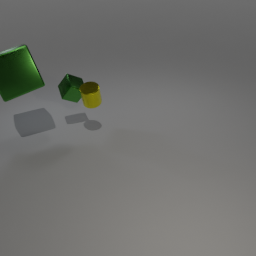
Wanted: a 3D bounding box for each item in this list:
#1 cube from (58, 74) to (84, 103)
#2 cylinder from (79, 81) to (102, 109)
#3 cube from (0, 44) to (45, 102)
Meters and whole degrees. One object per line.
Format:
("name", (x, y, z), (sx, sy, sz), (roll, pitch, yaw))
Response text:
("cube", (-2.089, -1.478, 10.483), (0.700, 0.700, 0.700), (11, 45, -44))
("cylinder", (-1.322, -1.176, 9.988), (0.700, 0.700, 0.700), (-2, 49, 3))
("cube", (-3.787, -1.896, 9.388), (1.400, 1.400, 1.400), (-26, 25, -13))
